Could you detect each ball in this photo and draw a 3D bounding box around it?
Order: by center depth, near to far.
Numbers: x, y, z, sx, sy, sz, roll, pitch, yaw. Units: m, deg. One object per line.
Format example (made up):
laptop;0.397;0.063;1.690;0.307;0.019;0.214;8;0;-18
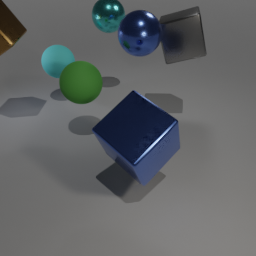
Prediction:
ball;0.370;-2.968;8.832;1.400;1.400;1.400;0;32;0
ball;-1.533;-1.479;9.159;1.400;1.400;1.400;0;32;0
ball;-0.814;-4.704;11.701;1.400;1.400;1.400;0;32;0
ball;-2.981;-2.841;12.014;1.400;1.400;1.400;0;32;0

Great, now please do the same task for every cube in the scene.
cube;0.255;0.262;6.682;1.400;1.400;1.400;38;75;28
cube;-4.492;-3.181;9.179;1.400;1.400;1.400;-25;33;22
cube;1.897;-3.232;9.762;1.400;1.400;1.400;-9;30;17
